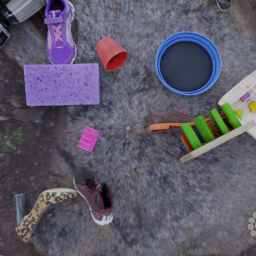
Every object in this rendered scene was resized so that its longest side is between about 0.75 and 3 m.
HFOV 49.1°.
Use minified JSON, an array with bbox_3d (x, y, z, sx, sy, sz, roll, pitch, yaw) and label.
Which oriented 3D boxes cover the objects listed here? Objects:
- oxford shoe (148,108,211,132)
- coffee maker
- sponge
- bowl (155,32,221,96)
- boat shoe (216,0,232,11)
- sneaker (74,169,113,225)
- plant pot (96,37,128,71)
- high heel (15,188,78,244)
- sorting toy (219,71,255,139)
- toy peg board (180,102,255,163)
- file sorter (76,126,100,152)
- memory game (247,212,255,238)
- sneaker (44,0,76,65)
[{"bbox_3d":[1.886,-0.391,10.317,2.281,0.812,0.827,-6,82,-3],"label":"oxford shoe"},{"bbox_3d":[-4.943,-4.798,10.592,2.922,1.968,2.807,-44,66,-6],"label":"coffee maker"},{"bbox_3d":[-2.448,-1.620,10.509,2.728,0.407,1.522,-1,104,0],"label":"sponge"},{"bbox_3d":[2.286,-2.442,10.821,2.507,0.492,2.507,0,82,0],"label":"bowl"},{"bbox_3d":[3.585,-5.544,11.206,0.602,0.513,1.800,-31,84,-4],"label":"boat shoe"},{"bbox_3d":[-1.065,1.996,9.444,0.865,1.320,2.286,-17,53,-33],"label":"sneaker"},{"bbox_3d":[-0.670,-2.860,10.676,1.053,1.053,0.932,-35,74,-4],"label":"plant pot"},{"bbox_3d":[-2.832,3.074,9.905,2.435,0.869,1.736,-10,81,10],"label":"high heel"},{"bbox_3d":[4.796,-0.728,10.269,2.479,1.325,2.232,-39,91,-3],"label":"sorting toy"},{"bbox_3d":[2.746,0.151,9.628,2.236,2.227,1.094,-26,80,-3],"label":"toy peg board"},{"bbox_3d":[-1.500,0.401,10.438,0.579,0.523,0.834,21,83,3],"label":"file sorter"},{"bbox_3d":[4.943,3.582,10.257,1.140,0.073,1.140,0,83,1],"label":"memory game"},{"bbox_3d":[-2.639,-3.758,10.601,1.165,1.280,2.896,-3,84,-2],"label":"sneaker"}]
